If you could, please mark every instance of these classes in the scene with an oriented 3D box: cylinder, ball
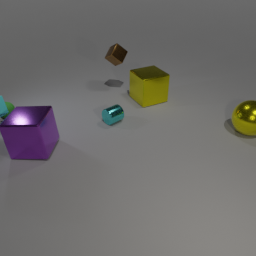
[{"bbox_3d":[-0.634,-0.567,11.806,0.700,0.700,0.700,-26,41,-35],"label":"cylinder"},{"bbox_3d":[4.778,-0.392,10.918,1.400,1.400,1.400,0,33,0],"label":"ball"},{"bbox_3d":[-5.231,-0.778,12.062,0.700,0.700,0.700,0,33,0],"label":"ball"}]

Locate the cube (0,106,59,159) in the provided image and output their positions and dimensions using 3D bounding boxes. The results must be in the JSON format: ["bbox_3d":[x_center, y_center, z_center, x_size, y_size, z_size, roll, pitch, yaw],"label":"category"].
[{"bbox_3d":[-3.437,0.143,9.968,1.400,1.400,1.400,-1,32,7],"label":"cube"}]

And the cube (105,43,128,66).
[{"bbox_3d":[-0.571,-3.526,13.507,0.700,0.700,0.700,-1,62,58],"label":"cube"}]

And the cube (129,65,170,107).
[{"bbox_3d":[0.994,-2.018,13.394,1.400,1.400,1.400,-16,36,-23],"label":"cube"}]

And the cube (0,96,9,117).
[{"bbox_3d":[-5.045,-0.726,10.418,0.700,0.700,0.700,-21,2,31],"label":"cube"}]
